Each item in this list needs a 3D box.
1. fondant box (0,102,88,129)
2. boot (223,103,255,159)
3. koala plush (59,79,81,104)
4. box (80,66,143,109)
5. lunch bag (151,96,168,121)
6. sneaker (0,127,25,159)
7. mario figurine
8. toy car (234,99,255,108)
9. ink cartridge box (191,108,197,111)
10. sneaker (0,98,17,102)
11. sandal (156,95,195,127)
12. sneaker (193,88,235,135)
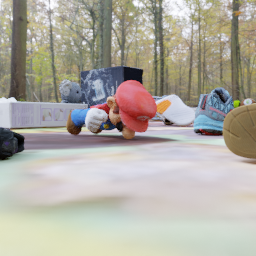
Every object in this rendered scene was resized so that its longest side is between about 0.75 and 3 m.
[{"bbox_3d":[-2.449,-0.351,7.600,1.616,0.652,2.239,3,5,43],"label":"fondant box"},{"bbox_3d":[1.543,0.018,1.897,1.087,0.509,1.399,-2,0,-39],"label":"boot"},{"bbox_3d":[-2.243,-1.034,11.049,1.529,1.663,1.475,0,4,15],"label":"koala plush"},{"bbox_3d":[-0.483,-0.888,8.279,1.680,1.652,0.986,2,5,37],"label":"box"},{"bbox_3d":[1.742,-1.007,14.382,2.117,1.346,1.795,6,3,-9],"label":"lunch bag"},{"bbox_3d":[-1.052,0.098,2.099,0.380,0.329,0.868,5,3,1],"label":"sneaker"},{"bbox_3d":[-0.247,-0.059,4.128,1.669,0.885,1.031,-13,28,50],"label":"mario figurine"},{"bbox_3d":[3.772,-0.443,8.881,0.891,0.856,1.085,2,15,30],"label":"toy car"},{"bbox_3d":[2.584,-0.511,11.250,1.024,0.601,1.399,0,4,14],"label":"ink cartridge box"},{"bbox_3d":[-4.037,-0.391,8.974,1.050,0.903,2.481,-32,23,-29],"label":"sneaker"},{"bbox_3d":[1.438,-0.364,8.668,0.904,0.676,2.361,-24,26,-1],"label":"sandal"},{"bbox_3d":[1.795,-0.320,5.118,0.686,0.827,1.731,2,4,37],"label":"sneaker"}]
